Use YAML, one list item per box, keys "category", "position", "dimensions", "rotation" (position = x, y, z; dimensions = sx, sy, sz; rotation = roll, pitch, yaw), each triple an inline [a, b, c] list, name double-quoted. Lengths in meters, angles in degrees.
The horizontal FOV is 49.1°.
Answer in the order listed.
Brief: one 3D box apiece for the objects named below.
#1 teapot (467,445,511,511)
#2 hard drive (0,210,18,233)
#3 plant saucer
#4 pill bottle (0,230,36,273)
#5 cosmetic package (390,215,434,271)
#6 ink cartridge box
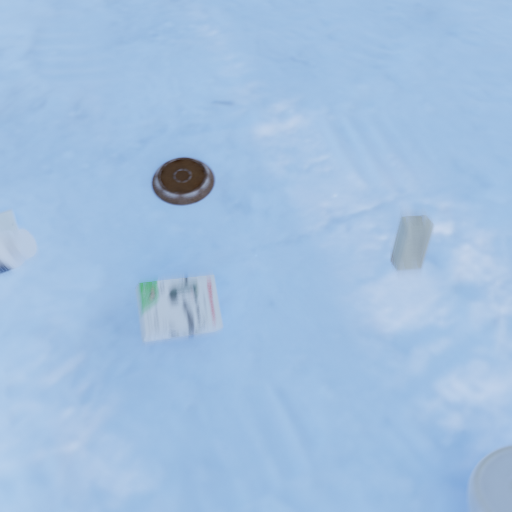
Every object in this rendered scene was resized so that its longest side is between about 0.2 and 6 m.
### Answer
- category: "teapot"
  position: [3.945, 3.659, 7.825]
  dimensions: [1.881, 1.373, 1.856]
  rotation: [-9, 26, 23]
- category: "hard drive"
  position: [-5.508, -0.358, 11.261]
  dimensions: [1.380, 0.181, 0.910]
  rotation: [-21, 58, -15]
- category: "plant saucer"
  position: [-1.593, -1.680, 12.159]
  dimensions: [1.385, 0.222, 1.385]
  rotation: [0, 56, 0]
- category: "pill bottle"
  position: [-3.567, -0.048, 7.854]
  dimensions: [0.888, 0.531, 0.531]
  rotation: [-19, 53, 20]
- category: "cosmetic package"
  position: [2.627, -0.211, 9.489]
  dimensions: [0.486, 0.924, 0.329]
  rotation: [-3, 37, -13]
- category: "ink cartridge box"
  position: [-1.353, 0.906, 9.829]
  dimensions: [1.365, 0.574, 0.996]
  rotation: [-7, 78, -19]
